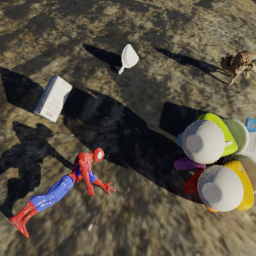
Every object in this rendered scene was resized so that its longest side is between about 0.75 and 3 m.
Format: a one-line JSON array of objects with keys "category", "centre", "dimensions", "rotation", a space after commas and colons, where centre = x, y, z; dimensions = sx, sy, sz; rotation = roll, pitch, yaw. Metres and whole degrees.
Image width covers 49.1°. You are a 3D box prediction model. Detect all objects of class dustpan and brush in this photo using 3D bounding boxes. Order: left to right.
[{"category": "dustpan and brush", "centre": [-0.052, -2.587, 11.035], "dimensions": [0.340, 0.828, 1.186], "rotation": [-3, 55, 36]}]

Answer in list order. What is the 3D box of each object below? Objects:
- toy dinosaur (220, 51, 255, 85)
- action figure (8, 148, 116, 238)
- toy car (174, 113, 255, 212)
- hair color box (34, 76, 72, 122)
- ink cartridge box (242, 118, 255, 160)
[{"category": "toy dinosaur", "centre": [4.038, -2.406, 10.202], "dimensions": [0.764, 1.780, 1.207], "rotation": [-13, 73, -33]}, {"category": "action figure", "centre": [-1.189, 1.482, 6.195], "dimensions": [1.227, 0.809, 2.480], "rotation": [36, 62, 11]}, {"category": "toy car", "centre": [1.840, 0.809, 6.287], "dimensions": [1.912, 1.638, 2.185], "rotation": [-7, 75, -46]}, {"category": "hair color box", "centre": [-2.276, -0.883, 8.549], "dimensions": [0.385, 0.628, 1.268], "rotation": [10, 72, 40]}, {"category": "ink cartridge box", "centre": [3.853, 0.624, 7.207], "dimensions": [1.857, 0.777, 1.347], "rotation": [16, 47, 18]}]
